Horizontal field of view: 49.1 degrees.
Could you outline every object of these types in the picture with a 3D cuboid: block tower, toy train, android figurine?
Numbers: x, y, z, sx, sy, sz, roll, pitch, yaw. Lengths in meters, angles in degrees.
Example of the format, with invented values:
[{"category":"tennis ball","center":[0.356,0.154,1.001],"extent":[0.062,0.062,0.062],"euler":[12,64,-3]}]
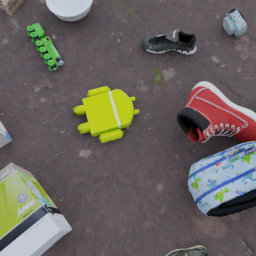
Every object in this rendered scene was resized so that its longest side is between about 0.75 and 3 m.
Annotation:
[{"category":"block tower","center":[-4.109,-5.284,10.556],"extent":[0.610,0.570,2.112],"euler":[26,73,9]},{"category":"toy train","center":[-2.907,-2.872,9.863],"extent":[0.576,0.426,2.041],"euler":[-28,74,-20]},{"category":"android figurine","center":[-0.685,-0.500,9.058],"extent":[2.060,0.423,1.875],"euler":[-17,72,-5]}]

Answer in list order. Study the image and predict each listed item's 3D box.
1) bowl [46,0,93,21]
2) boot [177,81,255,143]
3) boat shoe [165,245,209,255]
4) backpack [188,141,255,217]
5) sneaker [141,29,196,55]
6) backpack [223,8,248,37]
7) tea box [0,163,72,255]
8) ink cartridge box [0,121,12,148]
[{"category":"bowl","center":[-2.061,-4.516,10.197],"extent":[1.704,0.766,1.704],"euler":[0,72,-1]},{"category":"boot","center":[2.766,0.107,8.094],"extent":[2.815,1.019,2.031],"euler":[35,50,1]},{"category":"boat shoe","center":[1.575,3.570,7.703],"extent":[1.342,0.441,0.480],"euler":[-14,72,-5]},{"category":"backpack","center":[3.011,1.418,7.689],"extent":[2.674,2.181,2.056],"euler":[-38,67,-5]},{"category":"sneaker","center":[1.440,-3.029,9.639],"extent":[1.977,0.894,0.657],"euler":[4,71,2]},{"category":"backpack","center":[3.808,-3.671,9.942],"extent":[0.659,0.755,0.859],"euler":[-37,75,6]},{"category":"tea box","center":[-3.166,2.579,7.446],"extent":[2.296,1.534,2.259],"euler":[-38,76,-11]},{"category":"ink cartridge box","center":[-4.357,-0.194,8.695],"extent":[0.526,0.909,1.565],"euler":[-35,75,-11]}]
